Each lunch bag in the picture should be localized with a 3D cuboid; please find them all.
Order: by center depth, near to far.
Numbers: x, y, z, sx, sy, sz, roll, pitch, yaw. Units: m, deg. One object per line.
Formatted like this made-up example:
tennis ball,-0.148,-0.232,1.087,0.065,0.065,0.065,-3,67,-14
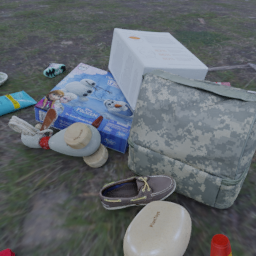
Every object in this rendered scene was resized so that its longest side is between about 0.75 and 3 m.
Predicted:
lunch bag,1.570,0.067,6.521,2.940,2.466,2.048,22,40,29

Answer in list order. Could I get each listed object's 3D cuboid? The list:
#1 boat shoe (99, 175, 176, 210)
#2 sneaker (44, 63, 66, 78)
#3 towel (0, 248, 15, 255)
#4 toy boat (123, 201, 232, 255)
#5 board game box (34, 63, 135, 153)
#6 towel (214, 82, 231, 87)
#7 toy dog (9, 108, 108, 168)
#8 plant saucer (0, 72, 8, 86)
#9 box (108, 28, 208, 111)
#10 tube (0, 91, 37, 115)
boat shoe,0.208,1.312,5.973,1.666,0.496,0.599,-12,55,1
sneaker,-3.367,-2.526,12.126,0.820,0.456,1.173,20,30,28
towel,-2.386,2.899,4.440,1.287,0.200,1.780,-15,38,-19
toy boat,0.884,2.127,5.011,1.938,0.901,1.629,5,28,32
board game box,-0.882,-0.797,8.809,2.852,0.619,2.838,20,42,9
towel,3.001,-1.497,10.791,1.928,0.219,1.389,5,34,8
toy dog,-1.637,0.076,7.481,2.589,1.707,1.247,19,61,10
plant saucer,-5.452,-1.856,11.216,1.253,0.314,1.253,1,35,0
box,0.778,-1.885,8.795,2.057,1.437,2.702,-3,39,-21
tube,-4.413,-0.686,9.370,2.500,0.630,0.968,-27,56,-40
